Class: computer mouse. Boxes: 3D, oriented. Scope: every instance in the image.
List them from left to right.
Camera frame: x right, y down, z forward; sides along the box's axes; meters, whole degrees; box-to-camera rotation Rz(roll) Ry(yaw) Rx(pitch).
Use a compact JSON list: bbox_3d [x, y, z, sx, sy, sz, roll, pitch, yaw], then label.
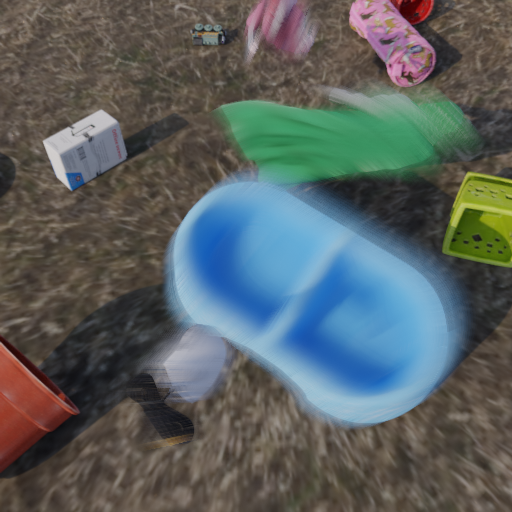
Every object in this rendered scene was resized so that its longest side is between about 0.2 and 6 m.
[{"bbox_3d":[-0.547,0.953,4.714,0.278,0.694,1.266,-27,15,30],"label":"computer mouse"}]

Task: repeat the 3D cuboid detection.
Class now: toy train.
[{"bbox_3d":[-0.984,-4.511,11.500,0.731,0.311,0.416,3,65,0],"label":"toy train"}]

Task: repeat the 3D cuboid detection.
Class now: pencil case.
[{"bbox_3d":[2.605,-4.261,10.930,0.909,0.950,2.195,-36,52,20],"label":"pencil case"}]

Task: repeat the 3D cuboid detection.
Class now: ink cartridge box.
[{"bbox_3d":[-2.727,-1.709,9.035,0.469,0.813,1.113,38,61,26],"label":"ink cartridge box"}]

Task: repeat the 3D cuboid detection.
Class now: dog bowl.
[{"bbox_3d":[0.576,0.458,6.615,3.642,0.903,2.030,32,82,13],"label":"dog bowl"}]

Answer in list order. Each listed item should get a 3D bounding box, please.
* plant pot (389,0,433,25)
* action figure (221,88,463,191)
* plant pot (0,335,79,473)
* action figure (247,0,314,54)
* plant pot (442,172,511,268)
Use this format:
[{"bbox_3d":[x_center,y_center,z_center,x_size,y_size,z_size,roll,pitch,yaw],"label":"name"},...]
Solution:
[{"bbox_3d":[3.254,-5.410,11.882,0.792,0.792,0.721,-7,43,-5],"label":"plant pot"},{"bbox_3d":[1.181,-1.591,7.352,2.983,1.762,0.816,2,57,36],"label":"action figure"},{"bbox_3d":[-2.971,1.764,6.164,1.415,1.415,1.376,35,69,24],"label":"plant pot"},{"bbox_3d":[0.403,-3.422,7.972,0.990,1.477,1.100,6,92,13],"label":"action figure"},{"bbox_3d":[3.352,-0.584,8.082,1.048,1.043,0.951,14,48,10],"label":"plant pot"}]
